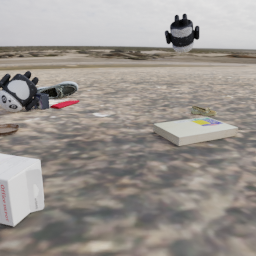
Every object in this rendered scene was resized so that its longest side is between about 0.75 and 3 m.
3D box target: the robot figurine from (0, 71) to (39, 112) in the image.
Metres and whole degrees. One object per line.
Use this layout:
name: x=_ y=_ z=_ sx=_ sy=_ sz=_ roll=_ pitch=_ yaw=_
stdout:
robot figurine: x=-5.352 y=-1.798 z=13.783 sx=1.626 sy=1.350 sz=2.164 roll=29 pitch=70 yaw=23

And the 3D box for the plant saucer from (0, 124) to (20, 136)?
plant saucer: x=-4.736 y=0.082 z=10.678 sx=1.163 sy=0.187 sz=1.163 roll=1 pitch=17 yaw=0

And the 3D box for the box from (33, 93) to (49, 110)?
box: x=-4.484 y=-1.394 z=14.489 sx=0.752 sy=0.758 sz=0.467 roll=13 pitch=20 yaw=37

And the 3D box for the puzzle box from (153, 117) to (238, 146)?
puzzle box: x=2.494 y=0.068 z=10.451 sx=2.621 sy=0.333 sz=1.744 roll=-7 pitch=18 yaw=-23

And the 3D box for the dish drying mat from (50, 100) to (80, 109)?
dish drying mat: x=-3.416 y=-1.316 z=15.260 sx=0.664 sy=0.157 sz=1.729 roll=10 pitch=20 yaw=27

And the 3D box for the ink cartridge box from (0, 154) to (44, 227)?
ink cartridge box: x=-2.501 y=1.189 z=5.653 sx=1.561 sy=1.004 sz=0.978 roll=5 pitch=18 yaw=18

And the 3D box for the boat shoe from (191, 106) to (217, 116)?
boat shoe: x=3.591 y=-0.817 z=13.271 sx=1.190 sy=0.373 sz=0.436 roll=7 pitch=18 yaw=22

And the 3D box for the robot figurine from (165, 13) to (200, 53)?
robot figurine: x=1.837 y=-3.188 z=9.504 sx=0.790 sy=1.266 sz=0.951 roll=-40 pitch=46 yaw=-24

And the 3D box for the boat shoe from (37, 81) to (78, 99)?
boat shoe: x=-4.292 y=-2.164 z=17.081 sx=2.607 sy=0.939 sz=0.924 roll=-14 pitch=30 yaw=-12
